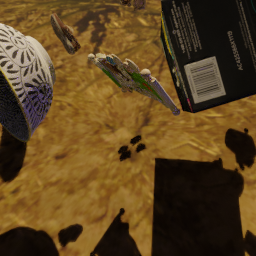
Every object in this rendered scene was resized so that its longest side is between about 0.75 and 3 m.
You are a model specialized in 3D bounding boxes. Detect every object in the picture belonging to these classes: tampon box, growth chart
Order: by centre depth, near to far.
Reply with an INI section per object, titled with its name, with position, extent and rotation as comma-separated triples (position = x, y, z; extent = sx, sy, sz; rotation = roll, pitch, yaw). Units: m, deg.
[growth chart]
position = 0.057, -0.874, 5.175
extent = 0.186, 1.521, 2.102
rotation = -54, 40, -3
[tampon box]
position = 1.728, -1.502, 5.793
extent = 1.707, 2.704, 2.027
rotation = -17, 91, 7

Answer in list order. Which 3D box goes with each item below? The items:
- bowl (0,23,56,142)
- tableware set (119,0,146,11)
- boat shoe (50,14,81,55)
[bowl]
position = -2.125, -1.027, 5.255
extent = 2.388, 2.388, 1.121
rotation = 37, 57, 22
[tableware set]
position = 0.178, -3.487, 7.118
extent = 0.824, 0.987, 0.114
rotation = -4, 35, -26
[boat shoe]
position = -1.279, -1.946, 5.764
extent = 0.310, 0.865, 0.327
rotation = -39, 24, -23
